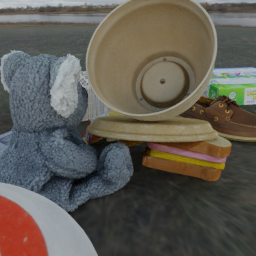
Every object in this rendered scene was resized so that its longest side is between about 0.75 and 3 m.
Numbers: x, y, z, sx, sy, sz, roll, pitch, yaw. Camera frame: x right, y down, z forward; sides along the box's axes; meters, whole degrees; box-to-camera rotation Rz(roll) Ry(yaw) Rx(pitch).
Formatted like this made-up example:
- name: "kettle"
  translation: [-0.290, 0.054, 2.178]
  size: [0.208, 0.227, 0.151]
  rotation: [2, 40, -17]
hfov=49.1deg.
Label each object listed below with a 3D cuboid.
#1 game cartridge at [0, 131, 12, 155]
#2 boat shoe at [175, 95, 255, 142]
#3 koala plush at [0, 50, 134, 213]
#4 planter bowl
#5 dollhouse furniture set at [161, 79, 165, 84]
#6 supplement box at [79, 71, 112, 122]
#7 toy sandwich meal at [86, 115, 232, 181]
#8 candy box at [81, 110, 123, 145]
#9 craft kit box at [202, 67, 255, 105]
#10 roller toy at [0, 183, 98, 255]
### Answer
- name: "game cartridge"
  translation: [-2.465, 0.288, 6.480]
  size: [0.920, 0.287, 1.382]
  rotation: [20, 30, 30]
- name: "boat shoe"
  translation: [2.336, -0.355, 7.101]
  size: [2.696, 0.910, 0.970]
  rotation: [18, 29, 35]
- name: "koala plush"
  translation: [-1.275, -0.061, 4.586]
  size: [2.117, 2.387, 2.194]
  rotation: [22, 32, 40]
- name: "planter bowl"
  translation: [0.491, -1.008, 4.836]
  size: [2.050, 2.050, 1.380]
  rotation: [10, -10, 21]
- name: "dollhouse furniture set"
  translation: [1.312, -3.126, 11.626]
  size: [1.919, 2.531, 2.888]
  rotation: [10, -1, 19]
- name: "supplement box"
  translation: [-1.645, -0.961, 8.273]
  size: [2.881, 1.059, 1.816]
  rotation: [-9, 26, -21]
- name: "toy sandwich meal"
  translation: [0.528, 0.295, 5.355]
  size: [2.702, 0.925, 2.702]
  rotation: [2, 6, 0]
- name: "candy box"
  translation: [-0.494, -0.077, 6.686]
  size: [1.176, 0.686, 0.332]
  rotation: [-23, 68, -39]
- name: "craft kit box"
  translation: [4.035, -1.619, 10.346]
  size: [2.966, 0.720, 2.930]
  rotation: [-4, 21, -8]
- name: "roller toy"
  translation: [-1.324, 1.556, 1.462]
  size: [2.537, 1.944, 2.781]
  rotation: [16, 28, 31]
